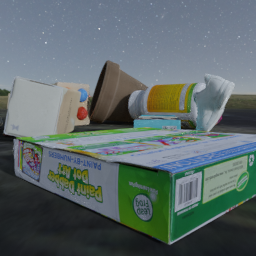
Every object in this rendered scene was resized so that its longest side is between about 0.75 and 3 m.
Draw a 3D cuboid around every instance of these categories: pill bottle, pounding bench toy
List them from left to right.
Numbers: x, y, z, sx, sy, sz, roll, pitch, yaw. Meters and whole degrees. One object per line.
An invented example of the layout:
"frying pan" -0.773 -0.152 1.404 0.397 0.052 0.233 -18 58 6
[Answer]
"pounding bench toy" -3.082 -0.942 11.194 2.128 1.695 2.728 4 7 36
"pill bottle" 1.506 -0.844 10.495 2.864 1.590 1.590 4 6 35

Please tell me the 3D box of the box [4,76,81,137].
"box" -2.104 -0.509 7.476 1.116 1.363 2.870 13 6 -3

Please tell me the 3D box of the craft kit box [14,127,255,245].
"craft kit box" 0.286 0.349 3.341 2.393 0.580 2.363 -5 9 -43

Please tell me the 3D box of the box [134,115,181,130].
"box" 0.701 0.016 6.694 0.964 0.576 2.342 1 5 6

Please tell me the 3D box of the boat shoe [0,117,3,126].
"boat shoe" -4.551 -0.448 8.463 0.976 1.069 2.972 -39 4 -23

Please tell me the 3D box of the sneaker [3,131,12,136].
"sneaker" -3.192 -0.090 7.853 0.446 0.470 1.145 3 20 -6

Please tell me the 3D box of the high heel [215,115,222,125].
"high heel" 2.798 -0.574 12.071 2.354 0.793 1.131 18 22 22

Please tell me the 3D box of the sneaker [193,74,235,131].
"sneaker" 1.822 -0.506 6.576 0.764 1.727 0.650 33 47 21

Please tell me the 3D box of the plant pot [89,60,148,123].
"plant pot" -0.247 -1.330 12.609 2.437 2.795 2.795 17 1 -15
